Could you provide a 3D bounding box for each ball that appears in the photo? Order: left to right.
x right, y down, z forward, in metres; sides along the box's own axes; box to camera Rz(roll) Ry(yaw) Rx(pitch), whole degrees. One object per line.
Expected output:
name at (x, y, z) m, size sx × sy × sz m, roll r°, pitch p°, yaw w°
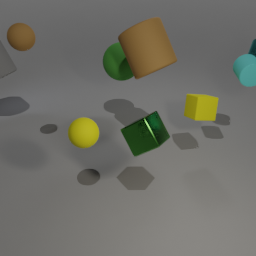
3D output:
ball at (-2.766, -2.355, 7.263) m, size 0.700 × 0.700 × 0.700 m, roll 0°, pitch 30°, yaw 0°
ball at (-1.007, 0.111, 6.348) m, size 0.700 × 0.700 × 0.700 m, roll 0°, pitch 30°, yaw 0°
ball at (-0.238, -2.467, 10.421) m, size 1.400 × 1.400 × 1.400 m, roll 0°, pitch 30°, yaw 0°

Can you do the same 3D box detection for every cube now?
cube at (0.399, 0.126, 6.302) m, size 0.700 × 0.700 × 0.700 m, roll -26°, pitch 2°, yaw 33°
cube at (2.195, -0.630, 8.464) m, size 0.700 × 0.700 × 0.700 m, roll 0°, pitch 14°, yaw -18°

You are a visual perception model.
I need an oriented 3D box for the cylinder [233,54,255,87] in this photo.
cylinder at (3.420, -1.637, 7.939) m, size 0.700 × 0.700 × 0.700 m, roll 1°, pitch 37°, yaw 1°

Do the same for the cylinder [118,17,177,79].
cylinder at (0.596, -2.391, 8.519) m, size 1.400 × 1.400 × 1.400 m, roll -24°, pitch 7°, yaw 3°

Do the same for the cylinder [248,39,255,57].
cylinder at (4.079, -2.288, 8.633) m, size 0.700 × 0.700 × 0.700 m, roll 20°, pitch 0°, yaw 0°

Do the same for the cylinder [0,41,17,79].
cylinder at (-5.128, -2.489, 10.422) m, size 1.400 × 1.400 × 1.400 m, roll -22°, pitch 21°, yaw 9°
